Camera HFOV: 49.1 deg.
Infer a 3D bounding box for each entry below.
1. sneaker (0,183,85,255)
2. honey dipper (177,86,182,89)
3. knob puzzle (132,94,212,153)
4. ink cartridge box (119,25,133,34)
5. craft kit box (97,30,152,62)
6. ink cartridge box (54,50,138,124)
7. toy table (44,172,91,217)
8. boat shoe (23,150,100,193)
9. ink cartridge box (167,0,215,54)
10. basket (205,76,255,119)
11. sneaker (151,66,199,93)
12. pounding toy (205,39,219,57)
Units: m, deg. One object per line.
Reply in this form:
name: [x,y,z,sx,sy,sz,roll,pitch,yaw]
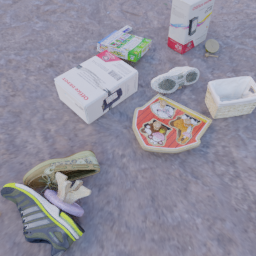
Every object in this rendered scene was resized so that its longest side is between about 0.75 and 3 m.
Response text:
sneaker: [-2.763,2.643,8.236,2.951,1.090,1.194,27,61,20]
honey dipper: [1.896,-1.685,11.998,0.793,0.151,0.151,-12,54,-4]
knob puzzle: [1.418,-0.151,10.333,3.110,0.431,3.110,3,46,-3]
ink cartridge box: [-0.166,-5.026,14.454,0.380,0.149,0.803,36,59,23]
craft kit box: [-0.131,-3.877,13.115,1.969,0.484,1.993,18,40,16]
ink cartridge box: [-1.240,-1.727,11.357,2.745,1.158,1.987,-37,61,-25]
toy table: [-1.815,2.006,8.628,1.374,1.263,0.805,27,88,4]
boat shoe: [-2.148,1.466,9.173,2.463,0.903,0.772,-20,54,-15]
ink cartridge box: [2.889,-4.990,12.940,1.856,2.515,1.077,-35,61,-23]
basket: [4.057,-1.161,10.991,1.793,1.106,1.215,-9,54,-5]
sneaker: [1.901,-2.114,11.978,2.119,0.826,1.053,-15,31,-11]
pounding toy: [3.969,-3.767,13.436,0.687,0.413,0.890,5,80,-5]
